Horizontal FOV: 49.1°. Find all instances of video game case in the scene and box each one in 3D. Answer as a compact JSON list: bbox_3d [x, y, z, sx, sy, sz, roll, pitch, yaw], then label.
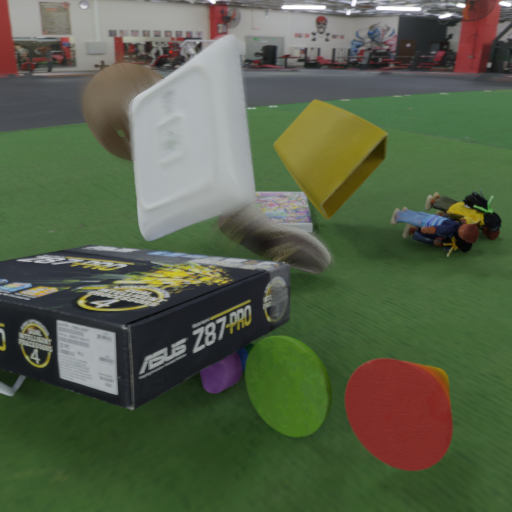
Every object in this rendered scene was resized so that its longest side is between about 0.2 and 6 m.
[{"bbox_3d":[0.346,-0.990,12.254,1.618,0.204,2.260,0,23,1],"label":"video game case"}]

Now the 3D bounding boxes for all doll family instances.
[{"bbox_3d":[3.715,-0.592,10.452,2.650,1.040,1.532,-26,38,-37],"label":"doll family"}]

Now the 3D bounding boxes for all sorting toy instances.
[{"bbox_3d":[0.744,1.264,5.924,3.048,1.057,1.050,3,12,41],"label":"sorting toy"}]

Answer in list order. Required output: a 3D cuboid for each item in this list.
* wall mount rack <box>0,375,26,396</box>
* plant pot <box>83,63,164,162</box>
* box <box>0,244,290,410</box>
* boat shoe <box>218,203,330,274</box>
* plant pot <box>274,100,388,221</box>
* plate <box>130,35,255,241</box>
[{"bbox_3d":[-3.384,0.897,6.191,1.812,1.574,0.676,10,58,24],"label":"wall mount rack"},{"bbox_3d":[-2.277,-2.365,9.996,1.875,1.875,0.865,4,42,9],"label":"plant pot"},{"bbox_3d":[-1.811,0.568,6.702,3.601,0.884,2.902,5,11,32],"label":"box"},{"bbox_3d":[0.285,-0.212,9.062,1.952,0.701,0.581,31,40,-5],"label":"boat shoe"},{"bbox_3d":[1.367,-1.973,10.991,1.567,1.776,1.776,43,4,12],"label":"plant pot"},{"bbox_3d":[-1.008,-1.490,7.346,2.208,2.213,0.358,-16,-14,43],"label":"plate"}]
